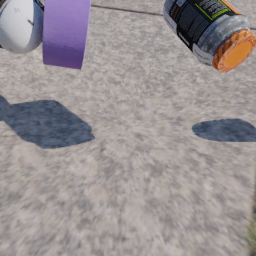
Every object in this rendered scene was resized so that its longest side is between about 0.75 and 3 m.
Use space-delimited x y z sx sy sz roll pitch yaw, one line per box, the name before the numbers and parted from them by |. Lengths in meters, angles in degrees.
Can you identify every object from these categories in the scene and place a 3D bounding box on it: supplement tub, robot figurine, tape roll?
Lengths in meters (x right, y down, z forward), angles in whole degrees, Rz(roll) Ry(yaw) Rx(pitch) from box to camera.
supplement tub | 1.870 -2.375 6.550 1.310 1.310 2.138 -20 60 -21
robot figurine | -3.010 -2.739 6.511 2.366 1.477 1.778 30 35 6
tape roll | -1.543 -2.711 7.082 0.989 2.327 2.327 6 40 -14
